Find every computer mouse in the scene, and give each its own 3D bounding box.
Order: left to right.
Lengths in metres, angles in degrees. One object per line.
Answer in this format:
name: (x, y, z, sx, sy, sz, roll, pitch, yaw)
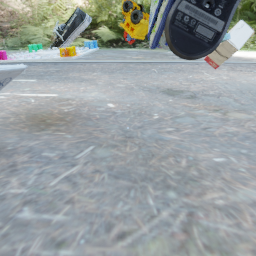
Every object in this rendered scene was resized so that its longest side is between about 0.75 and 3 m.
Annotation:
computer mouse: (1.396, -2.095, 4.482, 1.518, 2.192, 0.578, 32, 13, -5)

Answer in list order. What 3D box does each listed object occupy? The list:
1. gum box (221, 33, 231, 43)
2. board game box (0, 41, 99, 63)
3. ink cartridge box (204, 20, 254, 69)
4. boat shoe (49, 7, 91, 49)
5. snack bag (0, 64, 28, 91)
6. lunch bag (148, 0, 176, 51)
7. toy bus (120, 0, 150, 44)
gum box: (2.289, -2.404, 7.680, 0.768, 0.171, 0.652, -11, 6, -12)
board game box: (-2.408, -2.391, 8.651, 2.499, 0.323, 2.499, 0, 22, 10)
ink cartridge box: (3.647, -3.002, 10.228, 1.135, 0.661, 1.558, -49, -1, -19)
boat shoe: (-2.558, -3.818, 11.212, 2.417, 0.825, 0.892, -29, 44, 33)
snack bag: (-3.404, -0.777, 6.031, 1.953, 0.222, 2.071, -31, 6, 18)
lunch bag: (0.985, -2.690, 5.878, 0.833, 1.623, 2.019, 6, -20, -8)
toy bus: (0.171, -3.906, 10.479, 0.941, 1.331, 1.386, -14, 60, -48)
